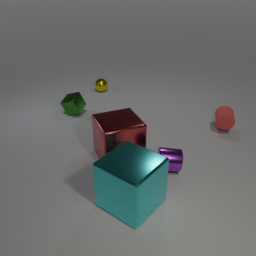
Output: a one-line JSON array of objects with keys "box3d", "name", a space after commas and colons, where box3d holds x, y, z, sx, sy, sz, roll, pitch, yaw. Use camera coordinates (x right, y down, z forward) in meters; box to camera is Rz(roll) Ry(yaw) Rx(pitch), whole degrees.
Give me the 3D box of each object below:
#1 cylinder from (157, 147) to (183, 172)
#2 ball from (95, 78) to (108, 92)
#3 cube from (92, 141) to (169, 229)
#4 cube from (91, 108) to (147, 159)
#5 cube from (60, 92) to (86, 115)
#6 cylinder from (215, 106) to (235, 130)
[{"box3d": [1.263, 0.958, 8.570, 0.700, 0.700, 0.700, 5, 29, -2], "name": "cylinder"}, {"box3d": [-1.403, -2.255, 14.715, 0.700, 0.700, 0.700, 0, 29, 0], "name": "ball"}, {"box3d": [0.084, 1.399, 7.264, 1.400, 1.400, 1.400, 21, 35, 33], "name": "cube"}, {"box3d": [-0.306, 0.326, 9.206, 1.400, 1.400, 1.400, -11, 31, -19], "name": "cube"}, {"box3d": [-2.367, -1.057, 12.174, 0.700, 0.700, 0.700, -6, 39, 29], "name": "cube"}, {"box3d": [3.737, -0.395, 10.803, 0.700, 0.700, 0.700, 6, 35, 11], "name": "cylinder"}]
